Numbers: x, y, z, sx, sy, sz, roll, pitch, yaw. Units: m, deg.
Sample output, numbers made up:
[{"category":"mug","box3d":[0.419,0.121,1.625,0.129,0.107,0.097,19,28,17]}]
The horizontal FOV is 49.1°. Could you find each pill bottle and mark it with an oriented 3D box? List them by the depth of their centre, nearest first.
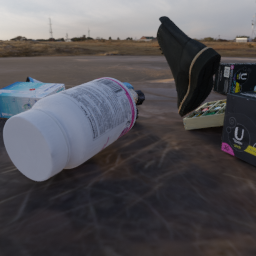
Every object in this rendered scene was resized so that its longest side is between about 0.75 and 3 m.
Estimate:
[{"category":"pill bottle","box3d":[-1.146,-0.079,6.243,1.591,1.591,2.807,11,26,30]}]

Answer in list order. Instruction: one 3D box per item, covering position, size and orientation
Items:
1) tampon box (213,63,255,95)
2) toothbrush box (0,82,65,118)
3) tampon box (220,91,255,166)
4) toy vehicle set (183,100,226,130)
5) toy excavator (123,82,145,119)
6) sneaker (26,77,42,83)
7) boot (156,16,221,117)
[{"category":"tampon box","box3d":[5.646,-2.547,14.350,2.013,1.509,1.271,-5,18,-16]},{"category":"toothbrush box","box3d":[-3.565,-1.011,10.244,2.149,0.917,1.574,7,28,17]},{"category":"tampon box","box3d":[3.718,-0.036,6.517,2.366,1.494,1.773,-8,19,-24]},{"category":"toy vehicle set","box3d":[3.075,-0.547,9.282,1.669,0.356,2.687,-8,11,33]},{"category":"toy excavator","box3d":[-0.641,-0.933,9.779,1.060,2.063,2.121,-14,51,-37]},{"category":"sneaker","box3d":[-3.871,-1.594,12.637,1.228,1.062,2.834,4,15,-36]},{"category":"boot","box3d":[1.627,-1.830,8.704,1.144,2.953,2.043,-31,66,-20]}]
